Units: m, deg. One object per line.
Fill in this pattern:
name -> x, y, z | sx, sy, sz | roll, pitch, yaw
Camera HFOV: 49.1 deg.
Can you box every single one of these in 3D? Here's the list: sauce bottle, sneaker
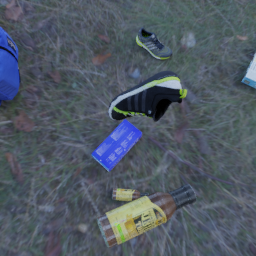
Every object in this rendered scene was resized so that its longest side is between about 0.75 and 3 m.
sauce bottle -> 0.257, 1.062, 3.551 | 1.276, 0.413, 0.413 | -22, 71, -12
sneaker -> 0.353, -0.484, 6.195 | 2.027, 0.727, 0.840 | -30, 68, 37
sauce bottle -> 0.069, 1.831, 7.620 | 0.980, 0.317, 0.317 | 4, 69, -1
sneaker -> 0.851, -2.777, 9.228 | 1.415, 0.573, 0.523 | 34, 73, 12

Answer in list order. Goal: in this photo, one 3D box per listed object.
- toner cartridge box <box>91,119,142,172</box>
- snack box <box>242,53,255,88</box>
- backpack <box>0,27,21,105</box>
toner cartridge box -> -0.310, 0.492, 8.119 | 0.688, 0.313, 1.448 | 40, 74, 15
snack box -> 4.624, -2.073, 9.068 | 1.146, 0.366, 1.972 | 28, 72, 10
backpack -> -4.450, -2.122, 7.905 | 2.463, 2.386, 2.936 | -6, 82, -6
